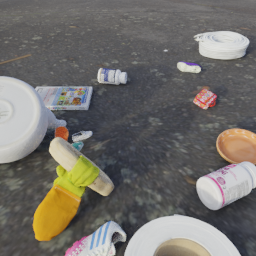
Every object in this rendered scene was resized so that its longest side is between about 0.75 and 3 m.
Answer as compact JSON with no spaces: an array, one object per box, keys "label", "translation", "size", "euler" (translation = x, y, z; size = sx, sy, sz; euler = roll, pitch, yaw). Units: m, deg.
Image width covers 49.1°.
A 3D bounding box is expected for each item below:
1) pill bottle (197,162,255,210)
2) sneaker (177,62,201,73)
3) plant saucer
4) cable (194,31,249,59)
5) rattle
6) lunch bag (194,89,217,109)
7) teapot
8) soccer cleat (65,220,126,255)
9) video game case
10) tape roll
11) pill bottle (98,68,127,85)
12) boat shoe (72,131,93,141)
[{"label":"pill bottle","translation":[2.660,1.462,7.355],"size":[1.539,0.872,0.872],"euler":[-17,37,-24]},{"label":"sneaker","translation":[3.241,-3.217,14.747],"size":[1.277,0.444,0.635],"euler":[19,32,18]},{"label":"plant saucer","translation":[3.569,0.643,8.876],"size":[1.513,0.283,1.513],"euler":[-2,45,2]},{"label":"cable","translation":[5.662,-4.936,16.724],"size":[2.799,0.969,2.800],"euler":[-19,40,-22]},{"label":"rattle","translation":[-1.857,1.316,7.759],"size":[1.948,2.137,2.991],"euler":[22,6,-42]},{"label":"lunch bag","translation":[3.246,-1.168,11.609],"size":[0.783,0.364,0.888],"euler":[38,55,17]},{"label":"teapot","translation":[-3.847,-0.057,8.699],"size":[2.815,2.056,2.779],"euler":[30,65,2]},{"label":"soccer cleat","translation":[-0.705,2.597,5.943],"size":[0.699,0.565,1.619],"euler":[26,41,34]},{"label":"video game case","translation":[-2.884,-1.296,12.027],"size":[2.529,0.228,1.811],"euler":[0,34,0]},{"label":"tape roll","translation":[1.041,2.839,5.365],"size":[2.301,0.805,2.301],"euler":[0,34,0]},{"label":"pill bottle","translation":[-0.721,-2.423,13.264],"size":[1.280,0.711,0.711],"euler":[8,35,11]},{"label":"boat shoe","translation":[-1.578,0.234,9.733],"size":[0.761,0.249,0.280],"euler":[-24,41,-31]}]
